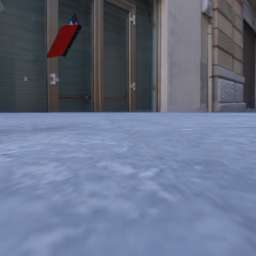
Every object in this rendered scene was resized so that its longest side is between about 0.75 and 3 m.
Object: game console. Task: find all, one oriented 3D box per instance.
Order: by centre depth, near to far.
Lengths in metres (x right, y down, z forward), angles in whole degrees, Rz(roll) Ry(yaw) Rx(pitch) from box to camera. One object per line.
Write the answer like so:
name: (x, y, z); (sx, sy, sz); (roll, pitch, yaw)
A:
game console: (-2.114, -2.983, 8.978); (0.769, 1.116, 1.295); (8, -42, -38)

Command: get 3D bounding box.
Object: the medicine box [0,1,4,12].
medicine box: (-3.499, -2.357, 4.826); (1.793, 1.633, 0.923); (37, -18, 7)
